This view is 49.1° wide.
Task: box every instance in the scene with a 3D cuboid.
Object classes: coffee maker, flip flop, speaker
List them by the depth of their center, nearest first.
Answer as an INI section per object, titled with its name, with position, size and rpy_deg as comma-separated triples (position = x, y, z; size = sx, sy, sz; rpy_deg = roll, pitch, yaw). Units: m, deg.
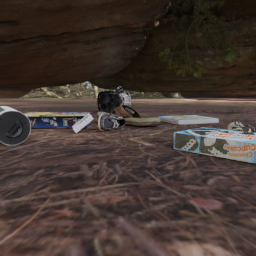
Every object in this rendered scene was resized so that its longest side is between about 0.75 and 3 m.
[speaker]
position = -3.406, -0.121, 7.934
size = 0.916, 0.916, 2.256
rpy_deg = -4, 9, -29
[flip flop]
position = -0.007, -0.523, 11.213
size = 2.781, 0.801, 1.128
rpy_deg = 5, 9, 34
[coffee maker]
position = -1.101, -1.587, 17.691
size = 2.185, 1.532, 2.275
rpy_deg = -24, -1, 18

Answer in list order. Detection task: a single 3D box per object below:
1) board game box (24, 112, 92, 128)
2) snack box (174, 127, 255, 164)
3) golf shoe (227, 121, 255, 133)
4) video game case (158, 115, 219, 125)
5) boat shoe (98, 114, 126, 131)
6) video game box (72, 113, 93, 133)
[board game box]
position = -2.858, -0.325, 11.008
size = 2.694, 0.466, 1.825
rpy_deg = 0, 8, 0
[snack box]
position = 2.359, 0.345, 6.226
size = 1.367, 0.436, 2.353
rpy_deg = -8, 11, -44
[golf shoe]
position = 3.362, 0.043, 8.602
size = 0.487, 0.427, 1.105
rpy_deg = -10, 10, -17
[video game case]
position = 2.602, -0.376, 12.301
size = 1.971, 0.217, 1.794
rpy_deg = -3, 8, -21
[boat shoe]
position = -0.537, -0.216, 9.828
size = 0.512, 0.593, 1.632
rpy_deg = 0, 3, 20
[video game box]
position = -1.496, -0.175, 9.237
size = 0.725, 0.186, 0.795
rpy_deg = -42, 14, -4
